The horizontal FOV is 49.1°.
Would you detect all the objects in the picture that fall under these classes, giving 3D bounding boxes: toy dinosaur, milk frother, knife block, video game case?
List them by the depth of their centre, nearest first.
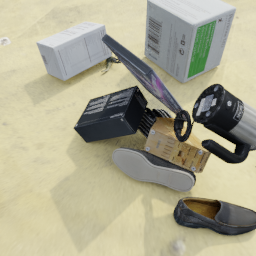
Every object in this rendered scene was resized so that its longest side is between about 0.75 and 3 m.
[{"bbox_3d":[2.069,-0.050,6.492,1.520,1.459,1.616,28,1,-20],"label":"milk frother"},{"bbox_3d":[0.526,-1.203,7.188,0.245,2.578,1.842,-46,54,4],"label":"video game case"},{"bbox_3d":[1.291,0.168,7.970,2.206,0.706,1.936,23,28,13],"label":"knife block"},{"bbox_3d":[-0.598,-2.714,11.125,0.707,0.381,1.604,-1,50,9],"label":"toy dinosaur"}]

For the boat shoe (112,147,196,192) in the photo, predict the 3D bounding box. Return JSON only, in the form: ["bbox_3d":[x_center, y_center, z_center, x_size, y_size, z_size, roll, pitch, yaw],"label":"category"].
[{"bbox_3d":[0.697,1.068,7.533,2.287,0.765,0.652,19,17,14],"label":"boat shoe"}]

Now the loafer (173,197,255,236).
[{"bbox_3d":[2.115,2.024,6.562,2.016,0.729,0.734,3,47,1],"label":"loafer"}]

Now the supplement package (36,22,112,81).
[{"bbox_3d":[-1.963,-2.950,10.539,2.309,1.313,1.265,-35,42,-29],"label":"supplement package"}]

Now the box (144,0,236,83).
[{"bbox_3d":[2.140,-3.500,10.423,2.083,2.420,2.432,-29,54,-24],"label":"box"}]

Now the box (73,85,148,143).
[{"bbox_3d":[-0.501,-0.372,8.165,1.858,0.733,1.311,-11,38,35],"label":"box"}]
